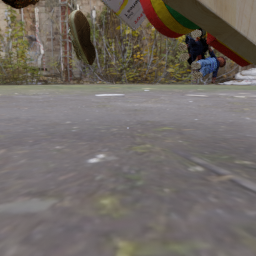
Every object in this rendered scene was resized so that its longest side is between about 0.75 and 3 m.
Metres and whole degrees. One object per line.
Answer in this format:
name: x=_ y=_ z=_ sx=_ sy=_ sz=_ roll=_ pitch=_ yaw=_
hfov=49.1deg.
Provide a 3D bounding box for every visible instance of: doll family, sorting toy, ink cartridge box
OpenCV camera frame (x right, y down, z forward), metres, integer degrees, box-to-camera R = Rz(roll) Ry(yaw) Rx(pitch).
doll family: x=1.984 y=-2.259 z=7.252 sx=0.869 sy=2.214 sz=1.280 roll=18 pitch=31 yaw=38
sorting toy: x=1.414 y=-2.372 z=4.050 sx=2.974 sy=2.992 sz=1.041 roll=16 pitch=-15 yaw=-36
ink cartridge box: x=-0.100 y=-3.471 z=6.647 sx=1.902 sy=1.377 sz=0.799 roll=26 pitch=21 yaw=-48

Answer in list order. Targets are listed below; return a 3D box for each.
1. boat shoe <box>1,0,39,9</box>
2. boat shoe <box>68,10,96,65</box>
boat shoe: x=-2.502 y=-3.092 z=6.385 sx=0.835 sy=0.783 sz=2.319 roll=28 pitch=26 yaw=-7
boat shoe: x=-1.473 y=-2.642 z=8.369 sx=0.605 sy=0.708 sz=1.931 roll=18 pitch=-28 yaw=16
